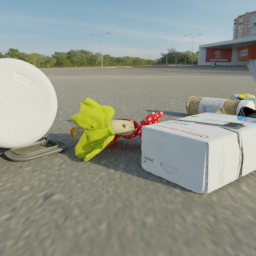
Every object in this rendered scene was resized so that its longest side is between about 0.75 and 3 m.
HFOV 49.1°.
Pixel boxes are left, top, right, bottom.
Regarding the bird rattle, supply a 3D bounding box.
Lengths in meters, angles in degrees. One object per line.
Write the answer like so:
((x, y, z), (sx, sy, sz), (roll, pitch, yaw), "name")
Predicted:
((-0.410, -0.021, 7.528), (2.577, 1.452, 2.101), (-7, -2, -39), "bird rattle")

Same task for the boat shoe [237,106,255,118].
((3.805, -0.085, 8.239), (0.831, 0.818, 2.230), (-10, 20, -7), "boat shoe")

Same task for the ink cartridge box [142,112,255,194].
((1.737, 0.373, 6.111), (2.428, 1.023, 1.756), (-12, 17, -38), "ink cartridge box")

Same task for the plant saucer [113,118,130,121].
((-0.276, -0.210, 10.559), (0.993, 0.171, 0.993), (-1, 12, 0), "plant saucer")

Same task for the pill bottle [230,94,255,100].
((6.077, -1.469, 14.800), (1.195, 0.672, 0.672), (-4, 14, -16), "pill bottle")

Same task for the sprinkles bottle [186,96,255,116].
((3.660, -0.778, 11.354), (0.895, 0.895, 2.621), (-13, 18, -43), "sprinkles bottle")

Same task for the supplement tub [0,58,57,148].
((-3.094, -0.522, 7.220), (2.010, 2.010, 2.784), (-7, 2, -26), "supplement tub")

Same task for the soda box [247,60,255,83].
((3.724, -0.543, 6.339), (0.816, 2.574, 0.879), (6, -30, -43), "soda box")

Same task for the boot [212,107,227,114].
((2.758, -0.146, 9.307), (1.131, 0.530, 1.455), (-19, -23, 22), "boot")

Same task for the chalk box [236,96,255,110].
((5.635, -1.085, 13.166), (0.679, 0.684, 1.096), (-1, 14, -3), "chalk box")

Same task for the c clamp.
((-2.583, 0.514, 7.309), (1.769, 0.240, 1.511), (-12, 17, -39), "c clamp")
